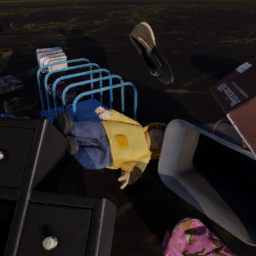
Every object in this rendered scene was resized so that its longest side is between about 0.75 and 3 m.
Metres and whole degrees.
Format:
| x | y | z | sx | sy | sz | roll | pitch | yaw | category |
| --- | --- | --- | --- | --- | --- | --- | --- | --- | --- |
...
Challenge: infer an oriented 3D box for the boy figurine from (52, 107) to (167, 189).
| x | y | z | sx | sy | sz | roll | pitch | yaw | category |
| --- | --- | --- | --- | --- | --- | --- | --- | --- | --- |
| -0.121 | 0.392 | 6.067 | 2.953 | 0.951 | 1.836 | 4 | 59 | -35 | boy figurine |

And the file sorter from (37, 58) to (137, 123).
| x | y | z | sx | sy | sz | roll | pitch | yaw | category |
| --- | --- | --- | --- | --- | --- | --- | --- | --- | --- |
| -1.181 | -0.748 | 7.790 | 1.882 | 1.664 | 2.712 | -18 | 34 | -29 | file sorter |

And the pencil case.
| x | y | z | sx | sy | sz | roll | pitch | yaw | category |
| --- | --- | --- | --- | --- | --- | --- | --- | --- | --- |
| 1.326 | 2.074 | 3.672 | 0.830 | 0.868 | 2.006 | -40 | 42 | -13 | pencil case |

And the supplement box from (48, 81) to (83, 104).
| x | y | z | sx | sy | sz | roll | pitch | yaw | category |
| --- | --- | --- | --- | --- | --- | --- | --- | --- | --- |
| -2.232 | -1.299 | 10.043 | 0.673 | 0.376 | 1.236 | -25 | 37 | -38 | supplement box |

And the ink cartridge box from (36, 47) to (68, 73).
| x | y | z | sx | sy | sz | roll | pitch | yaw | category |
| --- | --- | --- | --- | --- | --- | --- | --- | --- | --- |
| -3.551 | -3.188 | 13.048 | 1.199 | 0.693 | 1.643 | -11 | 31 | -18 | ink cartridge box |

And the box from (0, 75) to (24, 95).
| x | y | z | sx | sy | sz | roll | pitch | yaw | category |
| --- | --- | --- | --- | --- | --- | --- | --- | --- | --- |
| -4.836 | -1.629 | 10.683 | 1.327 | 0.326 | 1.069 | -25 | 37 | -37 | box |

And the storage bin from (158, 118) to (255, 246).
| x | y | z | sx | sy | sz | roll | pitch | yaw | category |
| --- | --- | --- | --- | --- | --- | --- | --- | --- | --- |
| 2.096 | 0.649 | 5.487 | 1.651 | 1.789 | 2.458 | -12 | 30 | -40 | storage bin |

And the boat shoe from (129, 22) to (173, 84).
| x | y | z | sx | sy | sz | roll | pitch | yaw | category |
| --- | --- | --- | --- | --- | --- | --- | --- | --- | --- |
| 0.517 | -1.605 | 6.483 | 0.464 | 1.627 | 0.544 | -45 | 32 | -20 | boat shoe |

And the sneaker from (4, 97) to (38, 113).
| x | y | z | sx | sy | sz | roll | pitch | yaw | category |
| --- | --- | --- | --- | --- | --- | --- | --- | --- | --- |
| -3.489 | -0.828 | 9.178 | 0.389 | 0.417 | 1.105 | 26 | 39 | 37 | sneaker |

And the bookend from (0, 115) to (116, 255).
| x | y | z | sx | sy | sz | roll | pitch | yaw | category |
| --- | --- | --- | --- | --- | --- | --- | --- | --- | --- |
| -1.223 | 0.956 | 4.015 | 2.494 | 1.149 | 2.478 | 5 | 70 | 8 | bookend |

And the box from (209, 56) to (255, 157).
| x | y | z | sx | sy | sz | roll | pitch | yaw | category |
| --- | --- | --- | --- | --- | --- | --- | --- | --- | --- |
| 2.129 | -0.331 | 3.581 | 1.551 | 1.274 | 1.287 | -35 | 15 | 18 | box |

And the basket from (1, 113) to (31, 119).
| x | y | z | sx | sy | sz | roll | pitch | yaw | category |
| --- | --- | --- | --- | --- | --- | --- | --- | --- | --- |
| -2.531 | 0.518 | 5.735 | 2.077 | 1.445 | 1.832 | -8 | 32 | -34 | basket |

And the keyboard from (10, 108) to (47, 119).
| x | y | z | sx | sy | sz | roll | pitch | yaw | category |
| --- | --- | --- | --- | --- | --- | --- | --- | --- | --- |
| -2.667 | 0.069 | 7.828 | 2.064 | 0.409 | 1.074 | 20 | 58 | 30 | keyboard |
